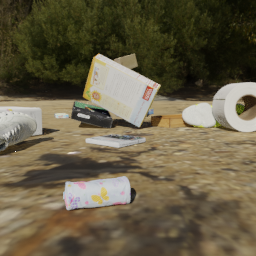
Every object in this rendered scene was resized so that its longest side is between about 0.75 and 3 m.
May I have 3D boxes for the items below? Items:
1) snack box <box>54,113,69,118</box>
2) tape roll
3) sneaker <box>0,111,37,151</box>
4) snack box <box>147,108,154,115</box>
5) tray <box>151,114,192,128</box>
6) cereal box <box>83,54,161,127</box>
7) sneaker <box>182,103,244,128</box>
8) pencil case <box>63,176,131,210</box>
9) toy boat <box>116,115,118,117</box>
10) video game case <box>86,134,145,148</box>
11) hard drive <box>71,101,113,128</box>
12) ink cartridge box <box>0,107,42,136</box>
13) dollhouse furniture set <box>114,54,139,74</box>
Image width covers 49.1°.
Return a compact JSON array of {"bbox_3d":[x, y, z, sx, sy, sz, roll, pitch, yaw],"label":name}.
[{"bbox_3d":[-3.792,-0.697,15.905,0.641,0.205,1.103,-3,8,-21],"label":"snack box"},{"bbox_3d":[4.151,-0.781,10.313,1.765,1.765,1.212,0,7,-3],"label":"tape roll"},{"bbox_3d":[-3.031,0.200,6.511,1.026,0.952,2.532,18,17,26],"label":"sneaker"},{"bbox_3d":[0.971,-1.092,18.387,1.138,0.385,0.959,2,8,29],"label":"snack box"},{"bbox_3d":[2.333,-0.351,12.179,2.454,0.454,1.211,-6,9,-34],"label":"tray"},{"bbox_3d":[-0.300,-1.348,10.339,2.549,1.834,0.504,29,39,4],"label":"cereal box"},{"bbox_3d":[3.466,-0.445,11.673,2.659,1.007,1.397,-1,-7,-3],"label":"sneaker"},{"bbox_3d":[-0.367,0.785,3.414,0.812,0.337,0.368,-3,6,-18],"label":"pencil case"},{"bbox_3d":[-0.323,-0.814,16.530,0.794,0.369,0.668,6,9,-17],"label":"toy boat"},{"bbox_3d":[-0.341,0.346,7.779,1.248,0.146,1.135,5,9,40],"label":"video game case"},{"bbox_3d":[-1.556,-0.594,11.782,1.617,0.438,2.315,14,13,-13],"label":"hard drive"},{"bbox_3d":[-4.007,-0.172,8.671,1.572,0.947,2.164,6,11,36],"label":"ink cartridge box"},{"bbox_3d":[-0.485,-2.234,12.830,1.468,1.802,1.714,-5,18,34],"label":"dollhouse furniture set"}]
